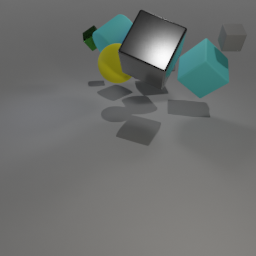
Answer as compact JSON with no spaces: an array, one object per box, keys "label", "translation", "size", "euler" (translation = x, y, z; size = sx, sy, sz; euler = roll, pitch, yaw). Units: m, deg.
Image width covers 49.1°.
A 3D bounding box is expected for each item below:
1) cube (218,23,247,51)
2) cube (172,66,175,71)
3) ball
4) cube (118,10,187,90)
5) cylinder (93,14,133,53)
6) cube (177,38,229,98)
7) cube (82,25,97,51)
[{"label":"cube","translation":[3.690,-3.222,9.971],"size":[0.700,0.700,0.700],"euler":[0,52,-1]},{"label":"cube","translation":[1.387,-3.461,13.555],"size":[1.400,1.400,1.400],"euler":[-4,13,-16]},{"label":"ball","translation":[-0.380,-2.311,10.065],"size":[1.400,1.400,1.400],"euler":[0,31,0]},{"label":"cube","translation":[0.685,-2.178,8.010],"size":[1.400,1.400,1.400],"euler":[26,-9,8]},{"label":"cylinder","translation":[-0.527,-3.798,11.825],"size":[1.400,1.400,1.400],"euler":[-41,44,-14]},{"label":"cube","translation":[2.960,-2.313,11.037],"size":[1.400,1.400,1.400],"euler":[33,50,-25]},{"label":"cube","translation":[-1.642,-4.228,13.207],"size":[0.700,0.700,0.700],"euler":[-28,51,19]}]
